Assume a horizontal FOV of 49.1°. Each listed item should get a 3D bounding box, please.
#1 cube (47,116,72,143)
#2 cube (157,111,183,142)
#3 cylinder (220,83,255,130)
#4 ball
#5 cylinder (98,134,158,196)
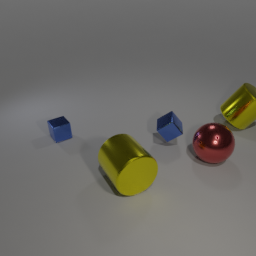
[{"bbox_3d":[-2.684,0.048,11.027,0.700,0.700,0.700,-20,36,-27],"label":"cube"},{"bbox_3d":[1.541,-0.056,10.351,0.700,0.700,0.700,-30,29,28],"label":"cube"},{"bbox_3d":[4.797,-0.893,11.513,1.400,1.400,1.400,24,38,-21],"label":"cylinder"},{"bbox_3d":[2.919,0.510,9.586,1.400,1.400,1.400,0,30,0],"label":"ball"},{"bbox_3d":[-0.025,1.090,8.555,1.400,1.400,1.400,-15,33,-24],"label":"cylinder"}]
